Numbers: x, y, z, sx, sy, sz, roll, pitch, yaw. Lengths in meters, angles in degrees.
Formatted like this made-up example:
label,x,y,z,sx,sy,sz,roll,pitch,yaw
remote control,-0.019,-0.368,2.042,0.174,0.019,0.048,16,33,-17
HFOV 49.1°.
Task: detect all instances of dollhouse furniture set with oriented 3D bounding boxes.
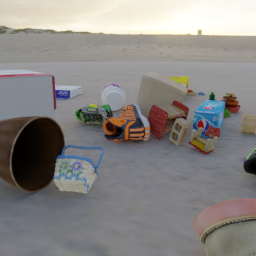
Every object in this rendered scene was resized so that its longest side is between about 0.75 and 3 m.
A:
label,x,y,z,sx,sy,sz,roll,pitch,yaw
dollhouse furniture set,1.616,0.076,7.881,1.136,0.858,2.110,-14,39,-41

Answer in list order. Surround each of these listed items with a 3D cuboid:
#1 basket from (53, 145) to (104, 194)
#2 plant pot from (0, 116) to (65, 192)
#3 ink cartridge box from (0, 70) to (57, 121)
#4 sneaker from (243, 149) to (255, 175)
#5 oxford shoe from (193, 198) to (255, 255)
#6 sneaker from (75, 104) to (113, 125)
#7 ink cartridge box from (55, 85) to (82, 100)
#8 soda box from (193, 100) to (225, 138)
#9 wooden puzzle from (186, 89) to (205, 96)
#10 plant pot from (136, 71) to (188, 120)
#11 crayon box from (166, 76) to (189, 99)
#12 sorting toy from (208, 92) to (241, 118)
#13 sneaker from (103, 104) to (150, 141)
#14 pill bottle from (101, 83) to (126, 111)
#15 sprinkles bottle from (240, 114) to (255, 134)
label,x,y,z,sx,sy,sz,roll,pitch,yaw
basket,-0.929,0.714,5.282,0.832,0.657,0.944,0,43,11
plant pot,-2.243,0.383,5.395,1.494,1.396,1.396,8,18,25
ink cartridge box,-3.444,-0.720,8.307,1.838,1.847,2.542,-12,20,-35
sneaker,3.004,0.923,5.019,0.857,0.785,2.047,-24,20,-23
oxford shoe,2.108,1.421,3.289,2.630,0.931,0.971,-1,44,-11
sneaker,-1.119,-0.360,9.409,0.803,0.736,1.885,-21,16,-33
ink cartridge box,-3.868,-1.945,14.991,2.172,0.479,2.212,4,15,10
soda box,2.646,-0.356,9.044,0.708,0.748,2.206,7,18,23
wooden puzzle,3.115,-2.032,15.664,2.080,0.243,1.403,-1,17,-3
plant pot,1.204,-0.956,9.798,1.488,1.680,1.678,15,19,11
crayon box,2.270,-2.112,14.626,1.672,0.669,2.634,5,25,16
sorting toy,3.705,-0.990,11.126,1.160,0.793,1.931,14,22,40
sneaker,-0.196,-0.215,8.446,1.202,0.832,2.146,-3,17,-14
pill bottle,-0.618,-1.294,11.786,1.006,1.006,1.792,-2,17,-6
sprinkles bottle,4.296,-0.056,8.325,1.735,0.592,0.592,7,18,25
